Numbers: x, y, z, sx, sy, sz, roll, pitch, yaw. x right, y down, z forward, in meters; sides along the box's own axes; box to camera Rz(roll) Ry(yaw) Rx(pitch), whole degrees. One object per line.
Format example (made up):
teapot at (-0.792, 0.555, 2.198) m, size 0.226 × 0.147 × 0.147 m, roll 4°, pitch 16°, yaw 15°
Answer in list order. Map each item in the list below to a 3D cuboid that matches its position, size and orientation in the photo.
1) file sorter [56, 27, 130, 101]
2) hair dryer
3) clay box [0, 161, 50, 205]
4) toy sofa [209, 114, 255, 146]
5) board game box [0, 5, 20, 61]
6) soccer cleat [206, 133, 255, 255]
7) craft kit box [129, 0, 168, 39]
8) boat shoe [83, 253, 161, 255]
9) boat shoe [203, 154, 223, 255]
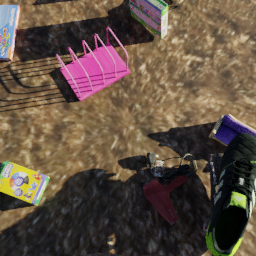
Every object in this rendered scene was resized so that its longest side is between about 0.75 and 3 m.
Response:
file sorter at (-1.041, -1.960, 8.394) m, size 1.827 × 1.146 × 1.270 m, roll -31°, pitch 75°, yaw -9°
hair dryer at (1.157, 1.582, 7.588) m, size 1.493 × 0.533 × 1.960 m, roll 6°, pitch 73°, yaw 1°
clay box at (-3.006, 1.481, 7.713) m, size 1.434 × 0.341 × 0.824 m, roll 19°, pitch 72°, yaw 5°
toy sofa at (3.139, 0.300, 7.886) m, size 1.537 × 0.750 × 0.637 m, roll 32°, pitch 75°, yaw 9°
board game box at (-4.251, -3.180, 9.280) m, size 1.068 × 0.202 × 2.074 m, roll 1°, pitch 72°, yaw 2°
soccer cleat at (2.491, 1.442, 6.325) m, size 1.007 × 1.208 × 2.982 m, roll 16°, pitch 75°, yaw 15°
craft kit box at (0.624, -3.654, 8.740) m, size 1.420 × 1.402 × 0.344 m, roll 43°, pitch 81°, yaw 14°
boat shoe at (-0.135, 3.593, 6.707) m, size 2.693 × 1.003 × 0.987 m, roll 2°, pitch 72°, yaw 2°
boat shoe at (2.284, 2.009, 7.276) m, size 0.783 × 0.919 × 2.748 m, roll 8°, pitch 77°, yaw 17°
